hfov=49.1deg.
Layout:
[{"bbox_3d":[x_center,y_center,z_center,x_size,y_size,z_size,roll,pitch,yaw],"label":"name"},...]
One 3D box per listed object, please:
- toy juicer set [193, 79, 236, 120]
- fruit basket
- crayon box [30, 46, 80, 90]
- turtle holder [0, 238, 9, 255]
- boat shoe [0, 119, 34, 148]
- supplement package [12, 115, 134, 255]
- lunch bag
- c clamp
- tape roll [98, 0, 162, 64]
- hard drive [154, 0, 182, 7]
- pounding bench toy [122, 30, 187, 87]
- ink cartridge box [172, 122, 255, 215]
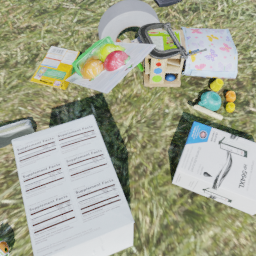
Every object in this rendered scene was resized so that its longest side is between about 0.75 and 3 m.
[{"bbox_3d":[3.339,-0.890,10.609,1.290,0.552,2.028,40,59,5],"label":"toy juicer set"},{"bbox_3d":[-0.625,-2.094,9.484,2.571,1.205,2.382,25,65,41],"label":"fruit basket"},{"bbox_3d":[-2.921,-2.368,11.478,1.306,0.536,2.078,14,58,9],"label":"crayon box"},{"bbox_3d":[-3.669,3.505,7.720,0.578,0.618,0.814,29,62,17],"label":"turtle holder"},{"bbox_3d":[-4.318,0.200,9.791,1.946,0.717,0.624,-19,53,-16],"label":"boat shoe"},{"bbox_3d":[-1.355,1.837,7.448,2.179,2.833,2.963,-18,59,-11],"label":"supplement package"},{"bbox_3d":[3.085,-2.833,11.221,2.046,1.534,2.413,1,48,-1],"label":"lunch bag"},{"bbox_3d":[1.422,-3.110,9.970,1.864,0.296,2.182,-21,60,-9],"label":"c clamp"},{"bbox_3d":[0.088,-3.743,11.182,2.495,2.495,0.824,-8,55,-5],"label":"tape roll"},{"bbox_3d":[2.029,-6.604,14.299,1.373,0.291,0.926,-20,60,-12],"label":"hard drive"},{"bbox_3d":[0.916,-2.610,10.858,2.318,1.808,1.440,0,55,-1],"label":"pounding bench toy"},{"bbox_3d":[3.013,1.220,8.855,2.684,1.131,1.959,19,60,12],"label":"ink cartridge box"}]
